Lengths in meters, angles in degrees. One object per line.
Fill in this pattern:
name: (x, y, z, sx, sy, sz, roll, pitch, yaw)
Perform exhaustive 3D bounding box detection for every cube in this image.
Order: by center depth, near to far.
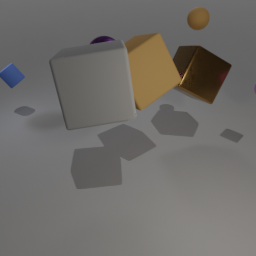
cube: (-0.658, -0.944, 5.802, 1.400, 1.400, 1.400, -9, 24, 0)
cube: (0.275, -1.511, 7.431, 1.400, 1.400, 1.400, -36, 25, -11)
cube: (2.234, -1.791, 9.321, 1.400, 1.400, 1.400, 23, 8, -20)

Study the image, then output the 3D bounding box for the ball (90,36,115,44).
ball: (-0.915, -2.874, 10.960, 1.400, 1.400, 1.400, 0, 30, 0)

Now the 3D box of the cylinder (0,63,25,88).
cylinder: (-4.466, -2.007, 10.755, 0.700, 0.700, 0.700, -33, 23, 16)

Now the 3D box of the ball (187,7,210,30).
ball: (2.248, -3.499, 8.958, 0.700, 0.700, 0.700, 0, 30, 0)

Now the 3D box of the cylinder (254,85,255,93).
cylinder: (4.299, -1.274, 8.414, 0.700, 0.700, 0.700, -38, 45, -28)
